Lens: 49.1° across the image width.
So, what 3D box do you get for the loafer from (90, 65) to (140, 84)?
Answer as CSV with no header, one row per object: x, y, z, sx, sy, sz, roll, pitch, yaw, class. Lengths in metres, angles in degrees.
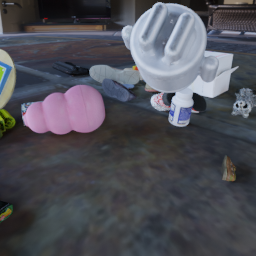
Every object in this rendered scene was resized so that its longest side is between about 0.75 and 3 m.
-0.697,-2.856,15.472,2.778,0.999,0.873,10,9,7,loafer

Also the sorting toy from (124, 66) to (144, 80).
1.331,-3.572,17.404,2.576,0.470,2.384,-14,28,-28,sorting toy

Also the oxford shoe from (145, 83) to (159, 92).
1.340,-2.487,14.428,0.875,0.928,2.483,2,24,5,oxford shoe

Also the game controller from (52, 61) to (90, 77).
-3.677,-3.790,17.957,1.550,0.626,2.972,0,20,-38,game controller

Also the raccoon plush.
4.916,-0.828,11.385,1.754,1.175,0.849,22,-8,-36,raccoon plush

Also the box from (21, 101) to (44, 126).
-2.997,-0.682,11.018,2.208,0.440,1.511,-9,26,-19,box

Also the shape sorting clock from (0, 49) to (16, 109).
-3.869,-1.299,7.851,1.911,1.911,0.375,12,1,25,shape sorting clock

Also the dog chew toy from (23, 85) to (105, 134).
-2.136,-0.512,9.434,2.617,1.630,1.630,-13,26,-11,dog chew toy

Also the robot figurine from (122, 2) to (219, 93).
0.949,-1.739,6.545,2.385,1.588,2.813,29,1,13,robot figurine

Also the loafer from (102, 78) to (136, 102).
-0.450,-1.758,13.250,0.669,0.763,2.123,0,26,-41,loafer

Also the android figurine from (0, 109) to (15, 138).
-5.448,-0.162,9.669,2.698,0.609,2.964,-19,31,-35,android figurine

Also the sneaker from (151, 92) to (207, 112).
2.026,-1.039,11.382,2.263,0.756,1.213,6,-6,-32,sneaker

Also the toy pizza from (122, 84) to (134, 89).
-0.095,-2.138,14.634,0.839,0.133,0.839,-1,23,0,toy pizza

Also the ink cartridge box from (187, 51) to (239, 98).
3.675,-2.748,13.868,2.960,1.853,1.902,20,31,37,ink cartridge box

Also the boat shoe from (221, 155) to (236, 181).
2.640,1.073,7.322,0.321,0.339,0.943,12,35,13,boat shoe

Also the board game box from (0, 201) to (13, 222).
-3.492,1.930,4.963,1.354,0.303,2.585,11,18,18,board game box

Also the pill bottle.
1.935,-0.775,10.107,0.767,1.282,0.767,4,35,-3,pill bottle
